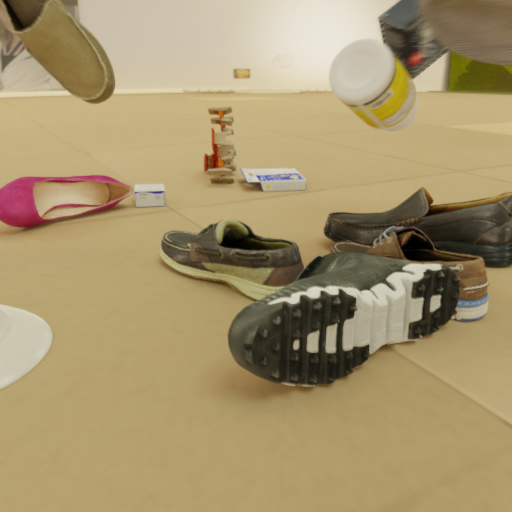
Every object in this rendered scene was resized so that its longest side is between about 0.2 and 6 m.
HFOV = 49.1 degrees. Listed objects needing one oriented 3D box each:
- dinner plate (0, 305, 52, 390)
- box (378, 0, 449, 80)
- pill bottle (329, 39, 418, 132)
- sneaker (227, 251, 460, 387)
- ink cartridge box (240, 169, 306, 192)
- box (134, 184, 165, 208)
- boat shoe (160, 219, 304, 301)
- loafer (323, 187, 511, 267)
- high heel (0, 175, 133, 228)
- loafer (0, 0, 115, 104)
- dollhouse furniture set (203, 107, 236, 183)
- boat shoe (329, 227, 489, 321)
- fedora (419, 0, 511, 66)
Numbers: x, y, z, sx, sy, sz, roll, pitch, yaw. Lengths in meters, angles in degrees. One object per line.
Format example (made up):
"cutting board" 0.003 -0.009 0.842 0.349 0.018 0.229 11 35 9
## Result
"dinner plate" -3.277 0.906 5.636 2.299 0.279 2.299 1 21 0
"box" 2.470 -3.404 8.450 1.058 0.964 0.551 -40 50 -6
"pill bottle" 1.436 -1.927 6.569 0.732 0.732 1.303 14 -1 33
"sneaker" 0.750 0.532 5.743 2.863 0.951 1.295 -11 20 -36
"ink cartridge box" 0.358 -1.744 12.798 1.330 0.312 1.314 -4 22 -7
"box" -2.138 -1.215 11.261 0.592 0.338 0.644 -3 20 -10
"boat shoe" -0.344 -0.093 7.469 2.553 0.839 0.912 19 27 41
"loafer" 2.446 -0.549 8.431 2.855 1.032 1.039 4 22 13
"high heel" -3.369 -1.024 9.998 1.262 0.886 2.632 -4 5 20
"loafer" -2.867 -3.065 7.675 0.881 2.316 0.781 -31 23 17
"dollhouse furniture set" -0.933 -2.473 13.248 0.824 1.600 1.582 -2 -14 2
"boat shoe" 1.876 0.055 7.096 2.262 0.819 0.817 18 27 41
"fedora" 2.556 -2.606 5.487 2.303 1.040 2.037 19 -10 28
